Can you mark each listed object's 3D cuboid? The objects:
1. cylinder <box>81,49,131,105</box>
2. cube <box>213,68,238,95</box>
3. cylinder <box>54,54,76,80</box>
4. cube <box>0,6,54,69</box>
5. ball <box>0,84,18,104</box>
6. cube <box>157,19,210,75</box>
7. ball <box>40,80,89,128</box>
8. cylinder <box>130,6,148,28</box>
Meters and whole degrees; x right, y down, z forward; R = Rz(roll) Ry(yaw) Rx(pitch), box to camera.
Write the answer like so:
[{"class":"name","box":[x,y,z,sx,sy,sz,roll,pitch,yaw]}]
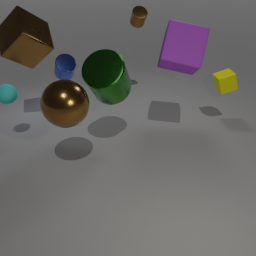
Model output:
[{"class":"cylinder","box":[-0.677,-1.665,9.373,1.400,1.400,1.400,-3,73,10]},{"class":"cube","box":[3.947,-1.892,11.382,0.700,0.700,0.700,-19,31,4]},{"class":"cylinder","box":[-2.204,-2.117,9.795,0.700,0.700,0.700,6,70,-16]},{"class":"cube","box":[-3.880,-3.368,10.582,1.400,1.400,1.400,16,49,-52]},{"class":"ball","box":[-4.273,-1.192,9.878,0.700,0.700,0.700,0,29,0]},{"class":"cube","box":[1.928,-2.827,10.013,1.400,1.400,1.400,13,2,2]},{"class":"ball","box":[-1.827,-0.702,8.151,1.400,1.400,1.400,0,29,0]},{"class":"cylinder","box":[0.482,-5.095,12.860,0.700,0.700,0.700,3,71,-10]}]
